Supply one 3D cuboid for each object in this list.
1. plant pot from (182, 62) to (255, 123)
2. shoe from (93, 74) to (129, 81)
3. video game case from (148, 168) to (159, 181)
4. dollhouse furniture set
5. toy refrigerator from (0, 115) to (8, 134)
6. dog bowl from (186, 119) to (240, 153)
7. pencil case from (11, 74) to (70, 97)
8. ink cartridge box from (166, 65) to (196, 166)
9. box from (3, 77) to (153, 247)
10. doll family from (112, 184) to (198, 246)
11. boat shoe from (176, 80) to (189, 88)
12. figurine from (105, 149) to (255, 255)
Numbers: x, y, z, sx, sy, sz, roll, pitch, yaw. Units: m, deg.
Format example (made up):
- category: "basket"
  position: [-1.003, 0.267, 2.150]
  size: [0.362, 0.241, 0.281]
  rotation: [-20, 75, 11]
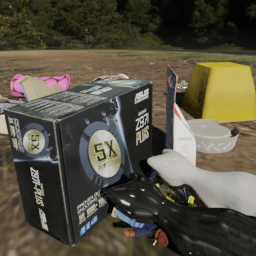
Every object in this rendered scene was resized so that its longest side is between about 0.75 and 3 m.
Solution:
- category: "plant pot"
  position: [3.781, -1.597, 11.649]
  size: [2.363, 2.084, 2.363]
  rotation: [-4, 20, -10]
- category: "shoe"
  position: [-1.061, -2.813, 17.045]
  size: [2.197, 0.785, 1.000]
  rotation: [7, 22, 34]
- category: "video game case"
  position: [0.384, 1.087, 7.103]
  size: [0.830, 0.106, 0.750]
  rotation: [12, 24, 31]
- category: "dollhouse furniture set"
  position: [-3.840, -0.333, 10.341]
  size: [2.729, 1.781, 2.576]
  rotation: [-27, -8, 13]
- category: "toy refrigerator"
  position: [-3.677, -0.320, 10.222]
  size: [0.726, 0.669, 1.912]
  rotation: [6, 19, 37]
- category: "dog bowl"
  position: [2.520, 0.240, 8.823]
  size: [1.830, 0.537, 1.830]
  rotation: [0, 19, 0]
- category: "pencil case"
  position: [-4.519, -2.263, 14.719]
  size: [2.954, 1.340, 1.384]
  rotation: [1, 53, -3]
- category: "ink cartridge box"
  position: [1.361, -0.280, 7.354]
  size: [0.626, 2.498, 2.026]
  rotation: [1, 20, 1]
- category: "box"
  position: [-0.683, 0.398, 5.585]
  size: [1.220, 2.320, 2.833]
  rotation: [12, 25, 31]
- category: "doll family"
  position: [0.636, 1.562, 4.993]
  size: [1.920, 0.754, 1.110]
  rotation: [-23, 33, -36]
- category: "boat shoe"
  position: [3.435, -2.679, 17.000]
  size: [1.609, 0.481, 0.575]
  rotation: [-2, 20, -5]
- category: "figurine"
  position: [1.134, 1.161, 4.766]
  size: [2.307, 1.018, 2.364]
  rotation: [24, 24, 23]
